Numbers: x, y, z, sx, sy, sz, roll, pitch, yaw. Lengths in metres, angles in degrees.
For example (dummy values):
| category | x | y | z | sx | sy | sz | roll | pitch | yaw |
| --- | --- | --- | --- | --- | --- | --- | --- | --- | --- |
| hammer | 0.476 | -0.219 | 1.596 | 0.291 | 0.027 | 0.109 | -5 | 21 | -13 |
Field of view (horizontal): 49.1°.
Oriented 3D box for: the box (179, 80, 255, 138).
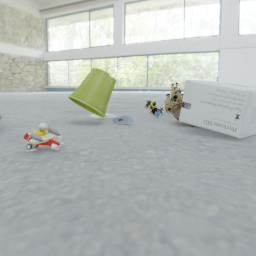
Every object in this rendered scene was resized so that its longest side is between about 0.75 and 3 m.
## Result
| category | x | y | z | sx | sy | sz | roll | pitch | yaw |
| --- | --- | --- | --- | --- | --- | --- | --- | --- | --- |
| box | 3.258 | -0.715 | 9.251 | 2.189 | 1.438 | 2.200 | 19 | 18 | 41 |

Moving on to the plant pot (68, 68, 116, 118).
| category | x | y | z | sx | sy | sz | roll | pitch | yaw |
| --- | --- | --- | --- | --- | --- | --- | --- | --- | --- |
| plant pot | -1.324 | -1.521 | 11.509 | 1.734 | 1.594 | 1.734 | 27 | -7 | 4 |

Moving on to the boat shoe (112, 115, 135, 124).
| category | x | y | z | sx | sy | sz | roll | pitch | yaw |
| --- | --- | --- | --- | --- | --- | --- | --- | --- | --- |
| boat shoe | -0.095 | -0.309 | 11.241 | 1.030 | 0.380 | 0.439 | -6 | 1 | 32 |

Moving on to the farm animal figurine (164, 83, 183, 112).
| category | x | y | z | sx | sy | sz | roll | pitch | yaw |
| --- | --- | --- | --- | --- | --- | --- | --- | --- | --- |
| farm animal figurine | 2.799 | -1.367 | 14.974 | 2.385 | 1.244 | 2.359 | 10 | -15 | -31 |

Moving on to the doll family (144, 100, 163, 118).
| category | x | y | z | sx | sy | sz | roll | pitch | yaw |
| --- | --- | --- | --- | --- | --- | --- | --- | --- | --- |
| doll family | 1.248 | -0.927 | 13.161 | 0.394 | 1.004 | 0.580 | -11 | 35 | 51 |

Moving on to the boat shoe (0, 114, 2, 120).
| category | x | y | z | sx | sy | sz | roll | pitch | yaw |
| --- | --- | --- | --- | --- | --- | --- | --- | --- | --- |
| boat shoe | -4.936 | -0.268 | 9.561 | 1.040 | 1.019 | 2.921 | 19 | 4 | -10 |

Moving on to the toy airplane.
| category | x | y | z | sx | sy | sz | roll | pitch | yaw |
| --- | --- | --- | --- | --- | --- | --- | --- | --- | --- |
| toy airplane | -2.064 | 0.209 | 6.985 | 0.947 | 0.671 | 0.951 | -4 | 10 | -27 |

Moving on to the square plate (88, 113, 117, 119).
| category | x | y | z | sx | sy | sz | roll | pitch | yaw |
| --- | --- | --- | --- | --- | --- | --- | --- | --- | --- |
| square plate | -1.189 | -0.578 | 13.377 | 1.092 | 0.157 | 1.102 | -6 | 11 | -30 |

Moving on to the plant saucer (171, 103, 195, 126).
| category | x | y | z | sx | sy | sz | roll | pitch | yaw |
| --- | --- | --- | --- | --- | --- | --- | --- | --- | --- |
| plant saucer | 2.576 | -0.524 | 11.183 | 1.756 | 0.282 | 1.756 | 4 | 31 | -2 |
